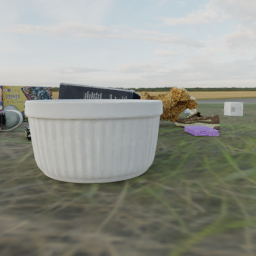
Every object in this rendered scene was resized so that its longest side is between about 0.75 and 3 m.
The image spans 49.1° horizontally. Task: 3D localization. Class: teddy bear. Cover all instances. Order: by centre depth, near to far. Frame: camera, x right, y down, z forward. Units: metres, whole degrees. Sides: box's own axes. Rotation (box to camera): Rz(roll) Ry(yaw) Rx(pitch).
[{"bbox_3d":[1.251,-0.762,10.794,2.900,0.968,2.102,-7,-20,20],"label":"teddy bear"}]

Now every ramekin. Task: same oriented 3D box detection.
[{"bbox_3d":[-0.534,0.107,4.612,2.168,1.138,2.168,0,6,0],"label":"ramekin"}]

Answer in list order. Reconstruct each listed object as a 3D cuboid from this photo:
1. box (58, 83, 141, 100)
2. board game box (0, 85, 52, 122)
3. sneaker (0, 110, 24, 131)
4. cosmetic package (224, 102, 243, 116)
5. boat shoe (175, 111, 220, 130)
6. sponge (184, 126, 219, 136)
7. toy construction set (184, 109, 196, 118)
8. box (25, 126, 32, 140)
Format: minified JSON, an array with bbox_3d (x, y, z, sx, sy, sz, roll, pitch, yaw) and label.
[{"bbox_3d":[-0.782,-0.561,8.447,2.053,1.294,2.089,9,4,8],"label":"box"},{"bbox_3d":[-4.691,-1.138,13.070,0.423,1.656,2.444,7,9,42],"label":"board game box"},{"bbox_3d":[-4.460,-0.253,8.985,1.912,0.799,1.154,-6,0,17],"label":"sneaker"},{"bbox_3d":[6.315,-1.143,16.778,0.796,0.801,0.957,0,7,0],"label":"cosmetic package"},{"bbox_3d":[2.581,-0.324,10.438,1.722,0.637,0.636,5,8,35],"label":"boat shoe"},{"bbox_3d":[2.307,0.085,8.906,0.716,0.191,1.283,0,7,-3],"label":"sponge"},{"bbox_3d":[2.338,-0.971,14.258,2.261,1.041,1.482,5,-22,-35],"label":"toy construction set"},{"bbox_3d":[-2.332,0.118,8.171,1.238,0.294,1.195,-2,10,-21],"label":"box"}]
